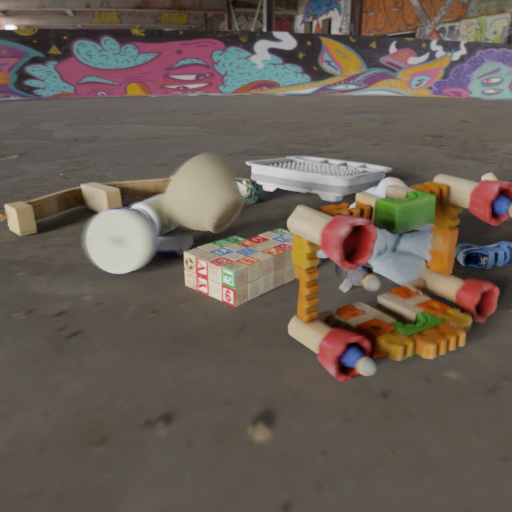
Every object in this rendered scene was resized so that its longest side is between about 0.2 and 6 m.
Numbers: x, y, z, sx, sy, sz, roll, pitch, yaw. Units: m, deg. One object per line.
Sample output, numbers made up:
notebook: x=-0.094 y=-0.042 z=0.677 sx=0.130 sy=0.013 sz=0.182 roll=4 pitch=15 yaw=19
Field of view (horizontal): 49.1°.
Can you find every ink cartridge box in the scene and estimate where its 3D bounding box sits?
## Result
ink cartridge box: x=-1.917 y=-0.171 z=11.717 sx=0.989 sy=0.201 sz=0.991 roll=-1 pitch=18 yaw=12

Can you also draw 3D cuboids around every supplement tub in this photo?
supplement tub: x=-2.357 y=-0.859 z=12.739 sx=0.861 sy=0.861 sz=1.188 roll=12 pitch=26 yaw=28

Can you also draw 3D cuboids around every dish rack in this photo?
dish rack: x=1.807 y=-2.215 z=15.862 sx=3.232 sy=0.820 sz=3.766 roll=14 pitch=17 yaw=29

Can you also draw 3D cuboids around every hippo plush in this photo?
hippo plush: x=2.333 y=-0.349 z=10.633 sx=2.342 sy=1.865 sz=1.883 roll=-44 pitch=8 yaw=7

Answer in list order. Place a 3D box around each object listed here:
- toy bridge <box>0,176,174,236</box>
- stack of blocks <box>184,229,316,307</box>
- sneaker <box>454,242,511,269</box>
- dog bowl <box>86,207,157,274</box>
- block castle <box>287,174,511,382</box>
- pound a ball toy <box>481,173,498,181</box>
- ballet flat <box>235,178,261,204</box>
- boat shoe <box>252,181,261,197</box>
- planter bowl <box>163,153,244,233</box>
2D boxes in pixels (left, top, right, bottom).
toy bridge: x=-4.082 y=-1.481 z=14.599 sx=5.073 sy=0.690 sz=1.705 roll=-16 pitch=23 yaw=-36
stack of blocks: x=-0.061 y=0.104 z=10.504 sx=1.315 sy=0.669 sz=2.283 roll=19 pitch=28 yaw=40
sneaker: x=4.605 y=0.020 z=11.059 sx=1.308 sy=0.484 sz=0.538 roll=-3 pitch=21 yaw=14
dog bowl: x=-2.547 y=-0.296 z=10.632 sx=1.246 sy=1.246 sz=0.491 roll=3 pitch=8 yaw=8
block castle: x=2.179 y=0.225 z=7.920 sx=3.452 sy=2.306 sz=1.619 roll=-15 pitch=26 yaw=-31
pound a ball toy: x=7.644 y=-1.589 z=14.557 sx=2.057 sy=1.340 sz=3.155 roll=-27 pitch=23 yaw=2
ballet flat: x=-0.976 y=-1.927 z=15.496 sx=2.250 sy=0.835 sz=0.835 roll=6 pitch=22 yaw=18
boat shoe: x=-0.702 y=-1.981 z=16.069 sx=1.729 sy=0.592 sz=0.622 roll=9 pitch=23 yaw=23
planter bowl: x=-0.932 y=-1.115 z=11.225 sx=1.056 sy=1.570 sz=1.570 roll=40 pitch=37 yaw=20
